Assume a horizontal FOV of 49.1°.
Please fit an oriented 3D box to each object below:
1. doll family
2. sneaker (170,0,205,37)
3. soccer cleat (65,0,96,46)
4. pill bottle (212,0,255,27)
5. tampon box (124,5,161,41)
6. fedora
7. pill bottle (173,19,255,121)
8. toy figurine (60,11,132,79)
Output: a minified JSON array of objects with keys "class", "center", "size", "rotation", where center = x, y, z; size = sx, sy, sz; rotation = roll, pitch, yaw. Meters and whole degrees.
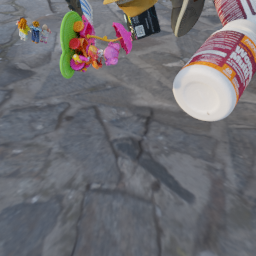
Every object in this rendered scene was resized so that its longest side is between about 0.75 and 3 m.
[{"class":"doll family","center":[-2.227,-2.254,6.481],"size":[0.843,0.523,0.380],"rotation":[16,42,-5]},{"class":"sneaker","center":[1.554,-4.068,8.341],"size":[0.940,2.514,1.335],"rotation":[-28,59,-25]},{"class":"soccer cleat","center":[-1.279,-3.340,8.583],"size":[0.639,1.829,0.790],"rotation":[1,31,32]},{"class":"pill bottle","center":[3.374,-3.388,7.875],"size":[1.569,2.864,1.569],"rotation":[-22,-2,-1]},{"class":"tampon box","center":[0.462,-3.654,9.710],"size":[0.861,1.022,1.364],"rotation":[-19,16,-3]},{"class":"fedora","center":[0.192,-3.025,6.504],"size":[1.569,0.640,1.569],"rotation":[-21,32,13]},{"class":"pill bottle","center":[2.108,-1.365,6.211],"size":[1.327,1.327,2.423],"rotation":[23,54,27]},{"class":"toy figurine","center":[-0.523,-1.480,5.125],"size":[1.176,0.959,1.278],"rotation":[7,77,17]}]
